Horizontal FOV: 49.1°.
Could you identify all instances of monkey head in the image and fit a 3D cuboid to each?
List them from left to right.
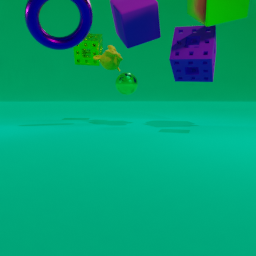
[{"bbox_3d":[-0.699,-2.696,10.798,1.269,0.765,0.913,19,37,-36],"label":"monkey head"}]

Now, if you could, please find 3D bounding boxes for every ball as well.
[{"bbox_3d":[-0.048,-1.484,9.391,0.757,0.757,0.757,0,6,0],"label":"ball"}]

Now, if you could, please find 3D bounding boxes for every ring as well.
[{"bbox_3d":[-2.017,-3.261,8.321,1.992,1.992,0.398,-3,42,-26],"label":"ring"}]

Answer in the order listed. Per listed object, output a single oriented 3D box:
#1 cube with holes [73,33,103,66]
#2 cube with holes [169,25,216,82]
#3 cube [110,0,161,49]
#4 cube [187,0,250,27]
[{"bbox_3d":[-1.601,-3.210,11.405,1.001,1.001,1.001,4,34,3],"label":"cube with holes"},{"bbox_3d":[2.271,-2.510,9.607,1.334,1.334,1.334,4,-22,20],"label":"cube with holes"},{"bbox_3d":[0.245,-3.569,9.175,1.217,1.217,1.217,-20,46,-7],"label":"cube"},{"bbox_3d":[2.551,-3.846,7.975,1.301,1.301,1.301,-15,40,-7],"label":"cube"}]
